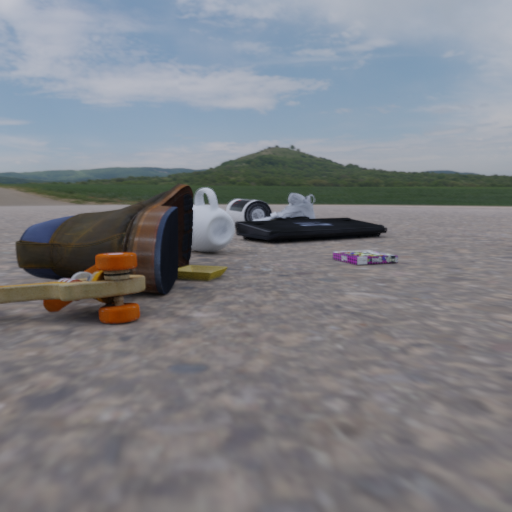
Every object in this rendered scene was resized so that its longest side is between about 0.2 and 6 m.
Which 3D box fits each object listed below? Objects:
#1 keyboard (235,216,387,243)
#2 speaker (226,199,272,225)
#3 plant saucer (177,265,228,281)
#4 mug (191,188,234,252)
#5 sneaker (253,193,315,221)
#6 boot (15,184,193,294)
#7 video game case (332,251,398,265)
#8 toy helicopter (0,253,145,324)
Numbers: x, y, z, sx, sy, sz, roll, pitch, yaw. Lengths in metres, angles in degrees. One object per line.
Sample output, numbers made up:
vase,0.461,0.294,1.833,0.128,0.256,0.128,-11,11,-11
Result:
keyboard,1.406,-0.725,15.576,4.044,0.519,2.428,-3,14,-33
speaker,-0.292,-1.446,19.389,1.012,1.012,2.491,-2,7,-17
plant saucer,-0.844,0.266,8.434,0.659,0.160,0.659,2,7,20
mug,-1.015,-0.737,11.709,1.001,1.356,1.189,-10,9,-29
sneaker,0.844,-1.335,17.406,2.127,1.223,0.799,0,7,-1
boot,-1.997,-0.388,8.519,1.896,1.461,3.912,2,9,0
video game case,2.006,0.031,10.379,0.850,0.168,0.938,-2,7,-19
toy helicopter,-2.044,0.330,5.873,1.730,0.682,1.144,-4,5,-14
